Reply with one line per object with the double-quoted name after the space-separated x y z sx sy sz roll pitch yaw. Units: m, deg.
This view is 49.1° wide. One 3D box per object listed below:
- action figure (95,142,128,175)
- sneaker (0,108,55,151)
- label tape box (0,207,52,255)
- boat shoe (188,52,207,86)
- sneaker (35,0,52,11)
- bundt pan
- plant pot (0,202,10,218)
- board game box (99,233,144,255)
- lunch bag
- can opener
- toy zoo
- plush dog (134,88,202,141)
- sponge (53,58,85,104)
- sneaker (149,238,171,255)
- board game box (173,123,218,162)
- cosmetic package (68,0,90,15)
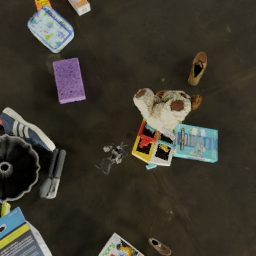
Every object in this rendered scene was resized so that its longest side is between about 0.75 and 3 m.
-0.556 1.050 10.396 0.816 0.701 1.373 36 80 15 "action figure"
-4.037 0.345 10.743 2.700 1.012 1.141 30 70 21 "sneaker"
-3.710 4.413 9.216 2.042 0.942 2.851 -33 71 -12 "label tape box"
3.077 -2.643 12.055 0.606 0.573 1.686 16 70 6 "boat shoe"
-3.846 -5.407 12.932 0.802 0.848 2.199 -25 81 -11 "sneaker"
-4.439 1.487 10.043 2.387 0.896 2.387 8 69 -23 "bundt pan"
-4.590 2.971 9.855 0.713 0.782 0.786 -3 69 -8 "plant pot"
-0.546 4.764 9.373 1.270 0.348 2.011 34 73 13 "board game box"
-3.381 -4.391 12.379 1.784 0.736 1.434 44 83 -2 "lunch bag"
-2.759 1.678 10.442 0.501 0.632 1.902 9 65 4 "can opener"
1.118 0.493 11.043 1.538 0.240 2.344 18 70 6 "toy zoo"
1.663 -0.732 10.760 2.346 1.882 2.015 21 46 40 "plush dog"
-2.526 -2.047 11.987 1.092 0.292 1.957 -12 70 -4 "sponge"
1.090 4.101 9.641 0.870 0.329 0.307 29 72 11 "sneaker"
2.611 0.577 10.803 1.636 0.384 1.235 10 69 -7 "board game box"
-2.387 -6.062 13.425 0.614 0.432 1.211 -32 72 -11 "cosmetic package"
